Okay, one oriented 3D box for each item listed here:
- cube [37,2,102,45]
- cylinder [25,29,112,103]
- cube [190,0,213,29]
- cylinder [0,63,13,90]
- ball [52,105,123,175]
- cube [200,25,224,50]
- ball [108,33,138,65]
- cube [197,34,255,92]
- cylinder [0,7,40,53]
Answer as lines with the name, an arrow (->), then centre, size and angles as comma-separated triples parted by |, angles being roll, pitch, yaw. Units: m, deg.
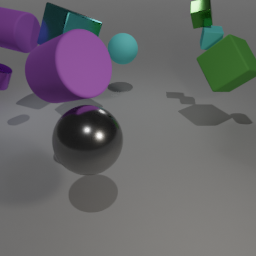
cube -> -1.978, -3.187, 9.430 | 1.400, 1.400, 1.400 | 0, 28, -47
cylinder -> -1.314, -1.295, 6.174 | 1.400, 1.400, 1.400 | -1, 21, 46
cube -> 2.703, -4.199, 10.272 | 0.700, 0.700, 0.700 | -4, 56, 21
cylinder -> -4.437, -1.772, 9.673 | 0.700, 0.700, 0.700 | 23, 26, -12
ball -> -0.796, 0.238, 5.594 | 1.400, 1.400, 1.400 | 0, 29, 0
cube -> 3.126, -3.382, 10.509 | 0.700, 0.700, 0.700 | 7, 40, 5
ball -> -0.243, -3.658, 12.969 | 1.400, 1.400, 1.400 | 0, 29, 0
cube -> 3.560, -2.208, 9.848 | 1.400, 1.400, 1.400 | -7, 70, -47
cylinder -> -4.172, -3.560, 10.185 | 1.400, 1.400, 1.400 | 17, 33, 18
